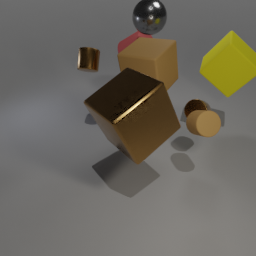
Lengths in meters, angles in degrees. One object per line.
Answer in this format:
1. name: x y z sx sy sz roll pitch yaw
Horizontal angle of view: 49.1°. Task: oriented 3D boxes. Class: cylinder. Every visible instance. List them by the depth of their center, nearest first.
1. cylinder: 2.030 -0.127 7.589 0.700 0.700 0.700 -7 5 -11
2. cylinder: 2.199 -0.542 8.822 0.700 0.700 0.700 17 9 25
3. cylinder: -1.307 -2.258 9.316 0.700 0.700 0.700 5 2 0
4. cylinder: 0.445 -3.920 13.826 1.400 1.400 1.400 -19 17 38

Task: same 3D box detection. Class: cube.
1. cube: 0.107 -0.311 6.478 1.400 1.400 1.400 -40 40 -12
2. cube: 0.698 -1.994 9.170 1.400 1.400 1.400 16 46 31
3. cube: 3.545 -2.224 9.753 1.400 1.400 1.400 39 39 -9

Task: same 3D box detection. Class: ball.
1. ball: 0.869 -4.477 11.284 1.400 1.400 1.400 0 31 0
